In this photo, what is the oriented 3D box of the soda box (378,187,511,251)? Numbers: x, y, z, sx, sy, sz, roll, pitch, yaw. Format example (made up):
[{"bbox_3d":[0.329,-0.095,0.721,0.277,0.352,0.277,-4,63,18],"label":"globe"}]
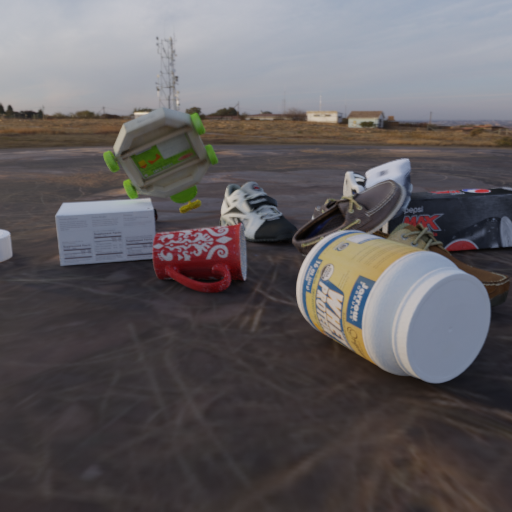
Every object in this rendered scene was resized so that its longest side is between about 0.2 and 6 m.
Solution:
[{"bbox_3d":[4.143,-0.763,12.008,3.463,1.225,1.097,-4,13,-12],"label":"soda box"}]

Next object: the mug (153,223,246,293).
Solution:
[{"bbox_3d":[-0.981,-0.002,9.632,1.519,1.013,1.348,-2,13,5],"label":"mug"}]

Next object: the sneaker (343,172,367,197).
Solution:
[{"bbox_3d":[3.622,-1.950,17.486,1.481,0.967,2.647,3,22,-2],"label":"sneaker"}]

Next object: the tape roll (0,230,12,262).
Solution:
[{"bbox_3d":[-5.662,-0.175,11.238,1.398,0.489,1.398,-1,15,0],"label":"tape roll"}]

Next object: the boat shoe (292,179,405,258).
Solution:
[{"bbox_3d":[1.452,-0.608,8.906,1.923,0.572,0.691,-35,42,18],"label":"boat shoe"}]

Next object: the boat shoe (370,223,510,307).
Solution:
[{"bbox_3d":[2.349,0.069,8.877,3.093,1.142,1.170,12,16,39],"label":"boat shoe"}]

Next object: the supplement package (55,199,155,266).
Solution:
[{"bbox_3d":[-3.015,-0.531,11.443,1.847,1.024,1.439,-4,16,-12],"label":"supplement package"}]

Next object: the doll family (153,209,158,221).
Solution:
[{"bbox_3d":[-3.080,-1.111,14.377,1.156,0.785,2.001,-9,13,-13],"label":"doll family"}]

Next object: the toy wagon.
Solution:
[{"bbox_3d":[-1.801,-1.828,11.421,1.982,2.554,0.505,-23,55,1],"label":"toy wagon"}]

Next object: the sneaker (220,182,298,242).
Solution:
[{"bbox_3d":[-0.033,-1.076,13.251,1.046,1.249,2.822,-9,20,-34],"label":"sneaker"}]

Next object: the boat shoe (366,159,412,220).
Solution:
[{"bbox_3d":[2.576,-1.265,10.604,0.841,0.795,2.344,-16,15,18],"label":"boat shoe"}]

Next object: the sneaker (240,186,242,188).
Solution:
[{"bbox_3d":[-0.330,-1.419,15.201,0.855,0.919,2.128,-12,19,-34],"label":"sneaker"}]

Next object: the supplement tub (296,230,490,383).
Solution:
[{"bbox_3d":[1.535,0.537,6.579,1.421,1.421,1.964,-8,16,-27],"label":"supplement tub"}]

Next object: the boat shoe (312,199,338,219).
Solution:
[{"bbox_3d":[2.050,-1.041,14.082,0.885,0.733,2.465,-3,15,-12],"label":"boat shoe"}]
